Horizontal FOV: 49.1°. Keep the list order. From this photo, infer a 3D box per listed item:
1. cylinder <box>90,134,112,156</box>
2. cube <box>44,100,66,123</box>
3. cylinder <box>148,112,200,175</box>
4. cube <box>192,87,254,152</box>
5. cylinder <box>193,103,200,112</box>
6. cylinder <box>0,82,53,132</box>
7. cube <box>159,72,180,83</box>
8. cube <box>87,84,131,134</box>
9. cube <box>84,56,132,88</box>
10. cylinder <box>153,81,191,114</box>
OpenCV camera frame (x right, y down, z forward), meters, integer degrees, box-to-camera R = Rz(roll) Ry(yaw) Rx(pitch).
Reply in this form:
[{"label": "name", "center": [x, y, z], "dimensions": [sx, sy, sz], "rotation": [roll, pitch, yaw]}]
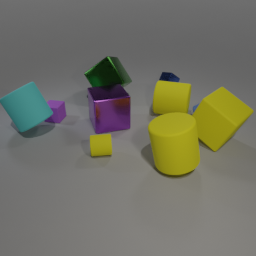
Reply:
[{"label": "cylinder", "center": [-0.897, 0.569, 9.347], "dimensions": [0.700, 0.700, 0.700], "rotation": [-4, 30, -5]}, {"label": "cube", "center": [-3.051, -0.690, 11.623], "dimensions": [0.700, 0.700, 0.700], "rotation": [6, 30, 11]}, {"label": "cylinder", "center": [1.399, 0.451, 8.442], "dimensions": [1.400, 1.400, 1.400], "rotation": [-11, 27, 6]}, {"label": "cube", "center": [3.167, -0.326, 9.774], "dimensions": [1.400, 1.400, 1.400], "rotation": [44, 48, 19]}, {"label": "cylinder", "center": [3.113, -0.710, 11.400], "dimensions": [0.700, 0.700, 0.700], "rotation": [-26, 16, 31]}, {"label": "cylinder", "center": [-3.762, -0.782, 10.425], "dimensions": [1.400, 1.400, 1.400], "rotation": [-27, 15, 8]}, {"label": "cube", "center": [2.051, -2.350, 14.133], "dimensions": [0.700, 0.700, 0.700], "rotation": [24, -3, -38]}, {"label": "cube", "center": [-0.758, -0.787, 11.077], "dimensions": [1.400, 1.400, 1.400], "rotation": [-9, 31, -15]}, {"label": "cube", "center": [-0.882, -2.326, 12.949], "dimensions": [1.400, 1.400, 1.400], "rotation": [-31, 2, 20]}, {"label": "cylinder", "center": [1.872, -1.233, 11.850], "dimensions": [1.400, 1.400, 1.400], "rotation": [9, 31, 15]}]
